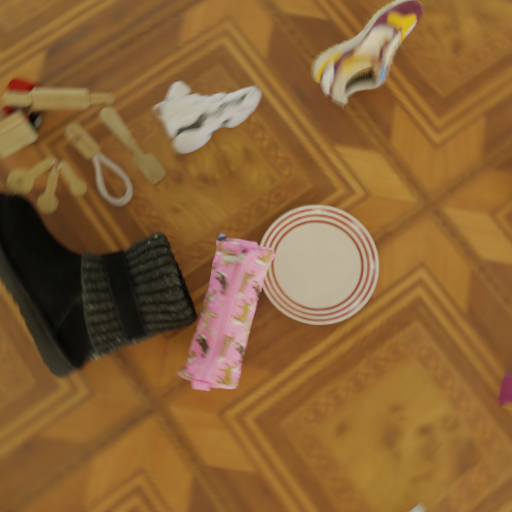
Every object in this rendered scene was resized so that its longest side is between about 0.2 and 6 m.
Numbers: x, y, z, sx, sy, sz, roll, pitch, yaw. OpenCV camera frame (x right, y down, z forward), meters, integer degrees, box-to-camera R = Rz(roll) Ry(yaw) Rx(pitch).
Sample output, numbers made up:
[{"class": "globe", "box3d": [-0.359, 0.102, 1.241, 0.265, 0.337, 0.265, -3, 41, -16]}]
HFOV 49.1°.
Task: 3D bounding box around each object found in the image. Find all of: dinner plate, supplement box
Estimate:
[{"class": "dinner plate", "box3d": [1.066, 0.151, 9.729, 2.097, 0.254, 2.097, 0, 77, 0]}, {"class": "supplement box", "box3d": [4.649, 2.337, 9.139, 1.062, 0.695, 0.548, 17, 80, 4]}]

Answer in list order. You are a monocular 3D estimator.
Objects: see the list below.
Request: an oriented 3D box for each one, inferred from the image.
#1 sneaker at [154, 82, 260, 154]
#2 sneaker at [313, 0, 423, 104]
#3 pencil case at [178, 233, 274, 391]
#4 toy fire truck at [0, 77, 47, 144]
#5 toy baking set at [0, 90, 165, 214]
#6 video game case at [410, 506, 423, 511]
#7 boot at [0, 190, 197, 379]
[{"class": "sneaker", "box3d": [-0.894, -2.715, 10.011, 1.860, 0.699, 1.069, -36, 79, -13]}, {"class": "sneaker", "box3d": [2.170, -3.583, 9.971, 2.261, 0.847, 1.019, -37, 59, 6]}, {"class": "pencil case", "box3d": [-0.471, 0.934, 9.073, 1.023, 1.069, 2.471, 14, 87, 45]}, {"class": "toy fire truck", "box3d": [-4.320, -2.682, 9.770, 0.789, 1.227, 1.080, 19, 80, 3]}, {"class": "toy baking set", "box3d": [-3.133, -1.880, 9.830, 2.857, 0.332, 2.192, -10, 88, -19]}, {"class": "video game case", "box3d": [2.535, 4.877, 8.965, 1.132, 0.137, 1.244, -34, 82, -5]}, {"class": "boot", "box3d": [-2.693, 0.055, 9.207, 2.545, 1.281, 3.404, -27, 91, 2]}]
